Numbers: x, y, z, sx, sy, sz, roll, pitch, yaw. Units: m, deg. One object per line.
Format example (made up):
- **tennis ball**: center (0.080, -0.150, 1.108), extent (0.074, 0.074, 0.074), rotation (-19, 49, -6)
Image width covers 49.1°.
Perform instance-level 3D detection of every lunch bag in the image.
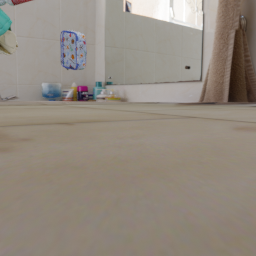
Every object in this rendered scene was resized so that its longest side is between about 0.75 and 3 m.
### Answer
- **lunch bag**: center (-1.644, -2.255, 8.217), extent (0.911, 1.137, 0.430), rotation (24, 28, 36)

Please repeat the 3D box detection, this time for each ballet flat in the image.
- **ballet flat**: center (-2.680, -1.877, 5.821), extent (0.723, 0.756, 2.148), rotation (-47, 16, -11)

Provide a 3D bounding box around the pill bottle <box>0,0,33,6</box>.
- **pill bottle**: center (-1.999, -2.508, 5.081), extent (0.837, 0.470, 0.470), rotation (-18, 8, -5)
